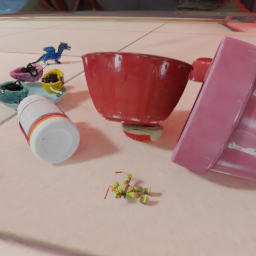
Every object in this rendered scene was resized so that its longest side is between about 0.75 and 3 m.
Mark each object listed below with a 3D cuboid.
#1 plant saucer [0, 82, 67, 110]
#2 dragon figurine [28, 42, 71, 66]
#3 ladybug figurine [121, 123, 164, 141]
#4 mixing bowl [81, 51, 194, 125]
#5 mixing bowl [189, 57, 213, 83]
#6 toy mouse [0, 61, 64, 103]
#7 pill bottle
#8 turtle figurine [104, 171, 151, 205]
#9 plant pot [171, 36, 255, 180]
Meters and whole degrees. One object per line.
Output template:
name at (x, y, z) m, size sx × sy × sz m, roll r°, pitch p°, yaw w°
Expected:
plant saucer at (-3.060, -0.969, 9.044) m, size 2.168 × 0.417 × 2.168 m, roll 0°, pitch 28°, yaw 0°
dragon figurine at (-3.791, -3.600, 13.510) m, size 2.085 × 1.037 × 0.614 m, roll -9°, pitch 28°, yaw -16°
ladybug figurine at (0.336, 0.070, 6.973) m, size 1.100 × 0.396 × 0.747 m, roll 9°, pitch 20°, yaw 22°
mixing bowl at (0.151, -0.794, 6.365) m, size 2.519 × 1.365 × 2.519 m, roll 5°, pitch 3°, yaw 0°
mixing bowl at (3.165, -2.442, 11.536) m, size 1.455 × 0.788 × 1.455 m, roll 1°, pitch 27°, yaw 0°
toy mouse at (-3.417, -1.486, 9.357) m, size 2.587 × 0.563 × 2.910 m, roll -7°, pitch 36°, yaw -6°
pill bottle at (-1.945, -0.071, 6.567) m, size 1.062 × 1.062 × 1.939 m, roll -15°, pitch 30°, yaw -26°
turtle figurine at (-0.007, 1.141, 5.039) m, size 0.756 × 0.302 × 0.938 m, roll 16°, pitch 22°, yaw 14°
plant pot at (2.378, -0.097, 5.294) m, size 2.361 × 2.638 × 2.638 m, roll 23°, pitch 32°, yaw 10°
